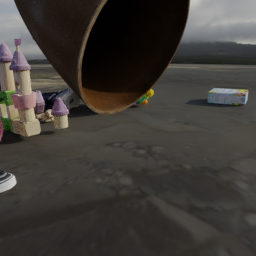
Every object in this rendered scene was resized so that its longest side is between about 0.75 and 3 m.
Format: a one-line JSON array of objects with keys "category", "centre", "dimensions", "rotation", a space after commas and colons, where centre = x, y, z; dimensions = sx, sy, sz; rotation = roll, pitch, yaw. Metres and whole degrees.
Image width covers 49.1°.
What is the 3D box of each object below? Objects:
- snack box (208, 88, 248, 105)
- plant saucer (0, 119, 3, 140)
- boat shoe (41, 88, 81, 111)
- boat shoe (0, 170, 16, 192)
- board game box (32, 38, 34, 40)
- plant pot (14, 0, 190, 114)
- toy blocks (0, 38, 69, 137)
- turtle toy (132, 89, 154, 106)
[{"category": "snack box", "centre": [4.537, -1.438, 12.689], "dimensions": [1.586, 0.537, 1.337], "rotation": [6, 17, 25]}, {"category": "plant saucer", "centre": [-3.704, -0.004, 6.868], "dimensions": [0.302, 1.190, 1.190], "rotation": [-31, -5, 36]}, {"category": "boat shoe", "centre": [-2.672, -1.226, 11.153], "dimensions": [1.140, 0.918, 2.459], "rotation": [10, 18, 6]}, {"category": "boat shoe", "centre": [-2.809, 0.755, 4.784], "dimensions": [1.773, 0.601, 0.636], "rotation": [3, 16, 10]}, {"category": "board game box", "centre": [-2.405, -4.152, 10.547], "dimensions": [2.056, 2.061, 0.424], "rotation": [7, 5, -19]}, {"category": "plant pot", "centre": [-0.838, -2.254, 5.489], "dimensions": [2.996, 2.800, 2.800], "rotation": [38, 33, 24]}, {"category": "toy blocks", "centre": [-3.272, -1.146, 7.901], "dimensions": [2.699, 2.432, 2.889], "rotation": [9, 18, 44]}, {"category": "turtle toy", "centre": [0.152, -1.356, 11.660], "dimensions": [1.719, 0.869, 1.252], "rotation": [-4, 25, -32]}]
